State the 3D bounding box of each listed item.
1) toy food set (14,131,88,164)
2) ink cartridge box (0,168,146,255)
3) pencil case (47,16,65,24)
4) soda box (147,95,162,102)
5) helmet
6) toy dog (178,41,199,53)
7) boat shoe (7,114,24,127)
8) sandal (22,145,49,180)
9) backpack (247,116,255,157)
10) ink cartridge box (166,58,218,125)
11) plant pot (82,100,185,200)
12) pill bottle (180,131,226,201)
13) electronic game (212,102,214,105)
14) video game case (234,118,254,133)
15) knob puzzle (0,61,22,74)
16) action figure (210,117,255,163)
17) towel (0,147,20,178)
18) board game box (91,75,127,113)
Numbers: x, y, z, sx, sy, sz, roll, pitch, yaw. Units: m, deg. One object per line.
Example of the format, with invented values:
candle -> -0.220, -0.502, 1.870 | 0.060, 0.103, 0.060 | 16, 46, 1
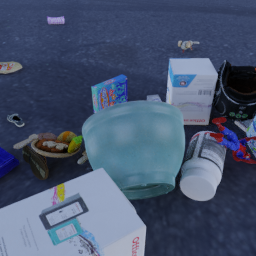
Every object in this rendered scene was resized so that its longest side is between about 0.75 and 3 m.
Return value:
toy food set -> -2.136, 0.425, 8.428 | 2.225, 0.447, 1.536 | 11, 16, 8
ink cartridge box -> -1.095, 2.270, 5.392 | 2.361, 1.732, 1.724 | -19, 41, -25
pencil case -> -4.980, -7.461, 19.403 | 1.165, 0.498, 0.489 | -4, 40, -4
soda box -> 1.077, -0.670, 10.353 | 0.457, 0.492, 1.441 | -6, 37, -9
helmet -> 3.883, -1.302, 9.655 | 2.158, 2.058, 2.158 | -2, 78, 11
toy dog -> 3.258, -4.498, 15.523 | 1.300, 0.626, 0.858 | -12, 29, -37
boat shoe -> -4.077, -0.338, 10.085 | 0.337, 0.278, 0.900 | -30, 46, -34
sandal -> -2.668, 0.959, 8.248 | 0.411, 0.615, 1.505 | -4, 24, -42
backpack -> 4.828, 0.198, 8.292 | 2.467, 1.896, 2.012 | 10, 42, -23
ink cartridge box -> 2.158, -1.285, 9.939 | 1.436, 1.958, 1.430 | 1, 36, 1
plant pot -> 0.230, 0.768, 7.033 | 2.673, 2.673, 1.791 | -4, 64, -6
pill bottle -> 2.049, 1.005, 7.641 | 1.052, 1.052, 1.847 | 14, 39, 17
electronic game -> 3.963, -1.438, 11.432 | 2.025, 0.421, 2.025 | 0, 37, 0
video game case -> 4.928, -0.085, 9.843 | 1.863, 0.163, 1.332 | -14, 39, -17
knob puzzle -> -5.750, -2.880, 13.546 | 1.382, 0.192, 1.382 | 0, 36, 0
action figure -> 3.188, 0.451, 7.733 | 1.065, 2.152, 0.702 | 3, 68, 41
towel -> -4.051, 1.130, 8.049 | 1.108, 0.372, 1.500 | 25, 44, 28
board game box -> -0.665, -1.262, 10.621 | 1.477, 1.123, 0.332 | -29, 45, -32
